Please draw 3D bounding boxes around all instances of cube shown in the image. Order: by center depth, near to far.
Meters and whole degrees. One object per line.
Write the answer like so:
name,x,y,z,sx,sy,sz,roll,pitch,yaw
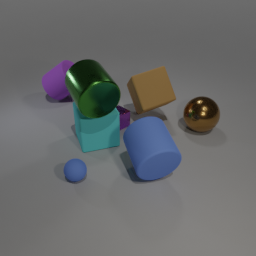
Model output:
cube,-1.165,-0.155,10.285,1.400,1.400,1.400,-10,33,-16
cube,0.900,-1.480,11.319,1.400,1.400,1.400,-20,-1,-9
cube,-0.393,-0.406,11.373,0.700,0.700,0.700,-27,41,-37

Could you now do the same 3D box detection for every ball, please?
ball,-1.608,1.282,8.549,0.700,0.700,0.700,0,32,0
ball,2.858,-0.532,10.909,1.400,1.400,1.400,0,32,0

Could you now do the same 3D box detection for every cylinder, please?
cylinder,0.703,0.615,8.470,1.400,1.400,1.400,-10,49,-15
cylinder,-1.141,-1.254,8.939,1.400,1.400,1.400,-15,46,-23
cylinder,-3.035,-2.222,13.081,1.400,1.400,1.400,-27,20,29
